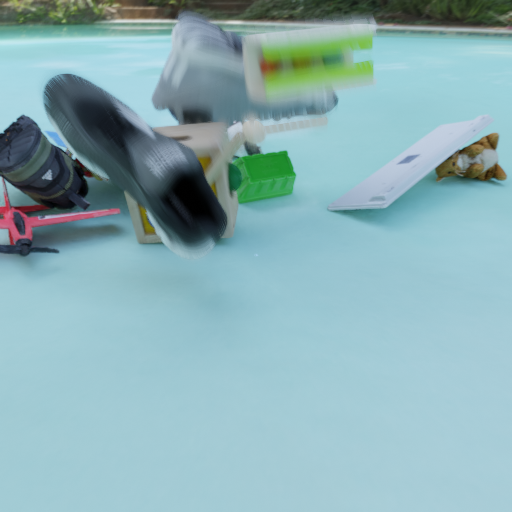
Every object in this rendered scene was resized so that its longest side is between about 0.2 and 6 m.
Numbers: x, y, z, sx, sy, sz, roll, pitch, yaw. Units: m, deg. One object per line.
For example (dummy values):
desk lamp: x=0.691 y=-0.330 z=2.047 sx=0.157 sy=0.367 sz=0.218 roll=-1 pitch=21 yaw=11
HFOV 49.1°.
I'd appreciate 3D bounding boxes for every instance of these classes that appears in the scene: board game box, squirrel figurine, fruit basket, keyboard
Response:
board game box: x=-2.526 y=-1.651 z=10.617 sx=2.738 sy=0.675 sz=3.466 roll=7 pitch=14 yaw=-28
squirrel figurine: x=4.066 y=-1.857 z=11.187 sx=1.242 sy=0.942 sz=1.331 roll=-15 pitch=14 yaw=-7
fruit basket: x=0.015 y=-1.435 z=10.391 sx=1.289 sy=0.930 sz=1.289 roll=-18 pitch=-14 yaw=-4
keyboard: x=3.026 y=-1.804 z=10.550 sx=4.305 sy=0.230 sz=1.212 roll=-35 pitch=19 yaw=-36

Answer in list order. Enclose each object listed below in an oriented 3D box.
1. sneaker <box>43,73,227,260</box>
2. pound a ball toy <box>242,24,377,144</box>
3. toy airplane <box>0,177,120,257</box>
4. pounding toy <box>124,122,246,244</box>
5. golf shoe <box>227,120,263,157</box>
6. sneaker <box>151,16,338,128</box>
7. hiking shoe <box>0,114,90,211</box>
sneaker: x=-1.243 y=-1.084 z=6.319 sx=0.888 sy=2.673 sz=1.210 roll=-48 pitch=14 yaw=-21
pound a ball toy: x=0.627 y=-2.453 z=7.881 sx=2.090 sy=1.363 sz=0.888 roll=-16 pitch=26 yaw=-22
toy airplane: x=-3.775 y=-0.562 z=8.598 sx=3.047 sy=0.560 sz=3.047 roll=5 pitch=22 yaw=-2
pounding toy: x=-0.938 y=-1.101 z=8.098 sx=1.885 sy=1.735 sz=1.340 roll=-3 pitch=33 yaw=7
golf shoe: x=-0.630 y=-2.588 z=12.699 sx=1.137 sy=0.996 sz=2.581 roll=-30 pitch=32 yaw=-4
sneaker: x=-0.287 y=-2.521 z=9.305 sx=3.366 sy=1.944 sz=1.263 roll=6 pitch=43 yaw=-42
hiking shoe: x=-3.733 y=-1.423 z=9.553 sx=1.208 sy=1.606 sz=3.191 roll=-44 pitch=29 yaw=-6
